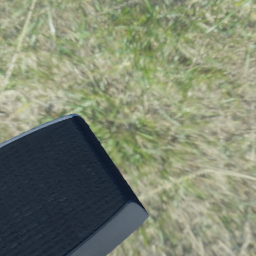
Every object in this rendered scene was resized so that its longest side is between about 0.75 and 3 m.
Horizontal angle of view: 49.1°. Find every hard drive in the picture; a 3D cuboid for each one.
[{"bbox_3d":[-1.398,1.090,3.293,2.849,0.603,1.921,-32,64,-11],"label":"hard drive"}]
